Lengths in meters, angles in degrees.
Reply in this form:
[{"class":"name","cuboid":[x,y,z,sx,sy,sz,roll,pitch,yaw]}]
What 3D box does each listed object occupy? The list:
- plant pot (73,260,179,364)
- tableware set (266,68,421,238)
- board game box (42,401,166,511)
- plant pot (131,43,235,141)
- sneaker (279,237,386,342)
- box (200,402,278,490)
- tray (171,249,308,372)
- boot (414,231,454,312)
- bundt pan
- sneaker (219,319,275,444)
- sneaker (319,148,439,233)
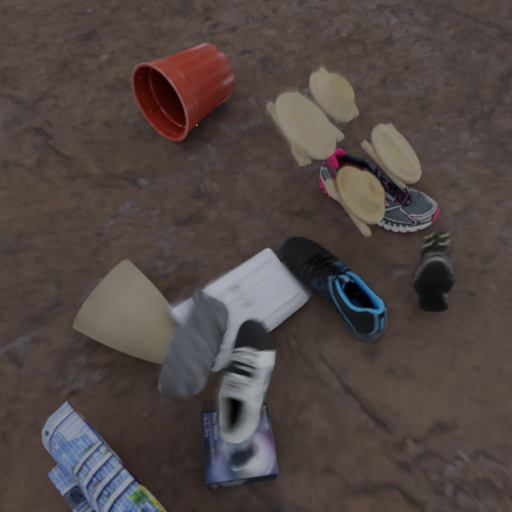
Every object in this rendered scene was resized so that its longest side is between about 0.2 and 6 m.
[{"class":"plant pot","cuboid":[-2.152,1.176,10.192,1.663,1.557,1.557,36,65,1]},{"class":"tableware set","cuboid":[1.888,-2.259,11.226,3.193,0.443,3.822,49,44,-6]},{"class":"board game box","cuboid":[-2.210,3.529,8.299,2.912,2.914,0.899,32,61,33]},{"class":"plant pot","cuboid":[-1.567,-3.908,12.921,1.864,1.864,1.812,38,60,20]},{"class":"sneaker","cuboid":[1.506,0.405,10.742,0.980,1.096,2.676,-40,66,-18]},{"class":"box","cuboid":[-0.294,3.168,9.369,1.176,0.731,1.186,-7,61,-5]},{"class":"tray","cuboid":[-0.197,0.883,10.273,2.483,0.275,1.333,-33,82,-32]},{"class":"boot","cuboid":[3.307,0.079,10.418,0.671,1.859,1.404,1,60,18]},{"class":"bundt pan","cuboid":[-0.873,1.373,8.471,0.627,1.671,1.671,21,62,2]},{"class":"sneaker","cuboid":[-0.178,1.946,8.765,0.732,0.875,1.977,4,78,14]},{"class":"sneaker","cuboid":[2.554,-1.360,11.818,2.654,0.991,1.070,24,63,13]}]
